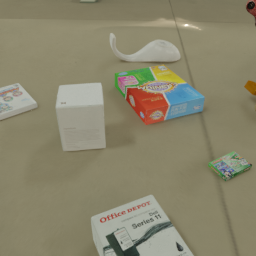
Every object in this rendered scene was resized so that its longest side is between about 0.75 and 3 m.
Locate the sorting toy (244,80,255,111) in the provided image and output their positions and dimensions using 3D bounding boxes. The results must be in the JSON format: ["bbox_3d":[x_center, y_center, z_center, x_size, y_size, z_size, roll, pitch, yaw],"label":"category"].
[{"bbox_3d":[4.151,-0.958,7.272,0.344,1.912,2.567,14,32,-22],"label":"sorting toy"}]

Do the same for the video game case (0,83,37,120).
[{"bbox_3d":[-3.807,-0.744,8.303,1.727,0.205,1.572,-23,42,-29],"label":"video game case"}]

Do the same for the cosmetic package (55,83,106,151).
[{"bbox_3d":[-1.100,-0.269,6.756,1.054,1.267,1.060,-4,37,-5],"label":"cosmetic package"}]

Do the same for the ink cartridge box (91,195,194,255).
[{"bbox_3d":[0.232,1.939,4.256,1.178,0.667,1.606,-16,39,-20],"label":"ink cartridge box"}]

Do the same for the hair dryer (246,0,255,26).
[{"bbox_3d":[3.062,-2.489,6.406,0.404,1.487,1.132,-20,59,37],"label":"hair dryer"}]

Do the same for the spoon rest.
[{"bbox_3d":[0.681,-3.059,11.110,2.949,0.894,1.465,4,36,-17],"label":"spoon rest"}]

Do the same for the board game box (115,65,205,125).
[{"bbox_3d":[0.861,-1.125,8.580,1.859,0.490,2.429,-14,39,-18],"label":"board game box"}]

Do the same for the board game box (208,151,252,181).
[{"bbox_3d":[2.272,0.833,6.237,0.797,0.116,0.537,-19,40,-24],"label":"board game box"}]
